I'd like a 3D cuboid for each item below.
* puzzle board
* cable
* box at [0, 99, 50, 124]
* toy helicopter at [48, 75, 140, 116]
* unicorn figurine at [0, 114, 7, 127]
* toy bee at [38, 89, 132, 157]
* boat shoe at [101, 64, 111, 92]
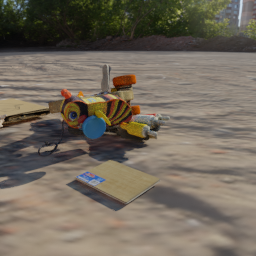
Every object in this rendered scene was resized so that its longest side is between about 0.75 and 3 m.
[{"bbox_3d":[-0.192,0.908,4.881,1.214,0.106,0.915,14,24,38],"label":"puzzle board"},{"bbox_3d":[-0.246,-0.175,7.146,2.676,0.673,1.300,9,26,25],"label":"cable"},{"bbox_3d":[-3.924,-0.536,8.775,2.356,0.251,1.926,14,22,39],"label":"box"},{"bbox_3d":[-1.091,-0.742,7.788,1.967,1.173,2.975,-4,7,32],"label":"toy helicopter"},{"bbox_3d":[-3.561,-0.041,5.877,1.705,1.171,0.629,6,-16,4],"label":"unicorn figurine"},{"bbox_3d":[-0.922,-0.331,6.061,1.440,1.196,2.199,15,38,36],"label":"toy bee"},{"bbox_3d":[-0.880,-2.094,12.018,0.440,1.210,0.380,4,2,38],"label":"boat shoe"}]
